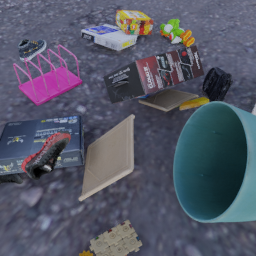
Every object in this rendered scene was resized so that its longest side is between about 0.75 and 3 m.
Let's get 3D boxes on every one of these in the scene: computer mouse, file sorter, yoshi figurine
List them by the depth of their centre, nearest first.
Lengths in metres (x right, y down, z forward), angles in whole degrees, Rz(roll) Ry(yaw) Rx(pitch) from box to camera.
[{"bbox_3d":[3.337,-1.455,10.340,0.656,1.723,2.488,19,29,-4],"label":"computer mouse"},{"bbox_3d":[-3.145,-2.175,11.018,2.112,1.324,1.468,-33,55,-28],"label":"file sorter"},{"bbox_3d":[2.474,-4.884,13.943,1.099,1.103,1.962,-15,43,-36],"label":"yoshi figurine"}]

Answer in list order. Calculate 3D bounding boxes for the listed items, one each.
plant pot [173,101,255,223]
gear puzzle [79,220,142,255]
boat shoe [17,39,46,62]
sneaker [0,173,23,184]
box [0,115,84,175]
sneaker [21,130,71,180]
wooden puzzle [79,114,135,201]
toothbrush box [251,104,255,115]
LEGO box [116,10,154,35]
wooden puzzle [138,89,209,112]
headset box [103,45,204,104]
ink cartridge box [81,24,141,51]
[{"bbox_3d":[2.850,0.988,7.035,2.296,2.861,2.861,13,43,-19],"label":"plant pot"},{"bbox_3d":[-0.474,2.958,6.838,1.571,0.206,0.814,-24,52,-18],"label":"gear puzzle"},{"bbox_3d":[-4.434,-3.857,13.021,0.621,0.797,1.755,15,48,14],"label":"boat shoe"},{"bbox_3d":[-3.666,1.478,8.150,1.227,0.369,0.640,24,51,27],"label":"sneaker"},{"bbox_3d":[-2.643,0.451,8.665,2.510,0.640,1.979,-7,35,-5],"label":"box"},{"bbox_3d":[-1.839,0.668,6.580,1.418,0.501,0.693,-43,47,-2],"label":"sneaker"},{"bbox_3d":[-0.527,0.845,7.974,0.408,2.028,2.192,37,36,-27],"label":"wooden puzzle"},{"bbox_3d":[5.564,-1.009,10.236,1.394,0.824,1.914,26,53,23],"label":"toothbrush box"},{"bbox_3d":[0.297,-5.405,14.287,1.370,0.710,1.840,-5,37,-18],"label":"LEGO box"},{"bbox_3d":[1.464,-0.992,10.117,1.791,0.311,2.655,-19,26,-20],"label":"wooden puzzle"},{"bbox_3d":[0.735,-1.775,9.649,2.970,1.114,2.207,-22,8,-30],"label":"headset box"},{"bbox_3d":[-0.775,-4.515,13.781,2.180,0.518,2.206,23,33,21],"label":"ink cartridge box"}]
